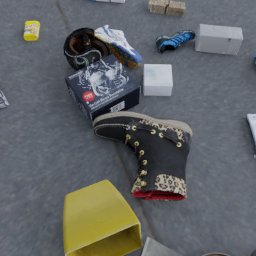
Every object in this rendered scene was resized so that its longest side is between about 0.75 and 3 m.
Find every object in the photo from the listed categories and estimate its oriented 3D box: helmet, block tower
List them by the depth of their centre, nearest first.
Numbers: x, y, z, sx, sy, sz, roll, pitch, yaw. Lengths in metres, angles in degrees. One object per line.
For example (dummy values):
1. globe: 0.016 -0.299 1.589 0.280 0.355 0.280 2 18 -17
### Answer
1. helmet: -1.389 -2.571 9.608 1.456 1.388 1.456 -4 74 14
2. block tower: 1.609 -4.960 11.509 1.502 0.406 0.434 13 62 7

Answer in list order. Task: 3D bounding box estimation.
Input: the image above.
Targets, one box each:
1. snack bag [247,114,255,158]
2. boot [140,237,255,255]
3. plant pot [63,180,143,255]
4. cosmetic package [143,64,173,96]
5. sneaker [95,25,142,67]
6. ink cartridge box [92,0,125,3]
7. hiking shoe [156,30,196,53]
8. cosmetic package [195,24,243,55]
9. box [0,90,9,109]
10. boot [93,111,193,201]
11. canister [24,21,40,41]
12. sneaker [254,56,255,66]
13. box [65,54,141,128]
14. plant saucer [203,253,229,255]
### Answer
1. snack bag: 5.042 0.684 8.394 2.486 0.282 2.636 0 61 0
2. boot: 1.674 3.273 6.350 2.853 1.035 2.594 22 62 20
3. plant pot: -0.718 2.280 6.812 1.661 1.661 1.465 -20 52 -11
4. cosmetic package: 0.999 -1.632 9.533 0.942 0.581 0.945 1 62 1
5. sneaker: -0.298 -3.100 10.204 2.290 0.862 1.009 36 66 17
6. ink cartridge box: -0.858 -6.032 11.948 1.632 0.687 1.180 6 61 4
7. hiking shoe: 1.815 -3.177 10.484 1.512 0.562 0.656 -14 69 3
8. cosmetic package: 3.306 -3.249 10.312 1.539 0.822 0.694 4 60 4
9. box: -5.148 -1.197 9.329 1.563 0.493 1.982 -32 65 -17
10. boot: 0.353 0.778 7.920 2.981 1.091 2.244 8 60 -2
11. canister: -3.743 -3.773 10.892 0.560 0.326 0.754 -3 62 -2
12. sneaker: 4.812 -2.225 9.795 0.543 0.601 1.410 40 33 -26
13. box: -0.806 -1.215 9.075 1.832 0.954 1.668 -30 64 -16
14. plant saucer: 2.162 3.906 6.578 1.772 0.284 1.772 0 61 -1
